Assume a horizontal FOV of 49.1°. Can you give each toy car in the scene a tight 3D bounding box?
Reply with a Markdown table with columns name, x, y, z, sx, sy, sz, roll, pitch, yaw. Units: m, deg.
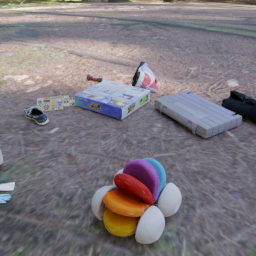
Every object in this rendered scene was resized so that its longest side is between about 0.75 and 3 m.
| name | x | y | z | sx | sy | sz | roll | pitch | yaw |
| --- | --- | --- | --- | --- | --- | --- | --- | --- | --- |
| toy car | 0.198 | 1.384 | 6.160 | 1.667 | 1.429 | 1.905 | 18 | 35 | 29 |

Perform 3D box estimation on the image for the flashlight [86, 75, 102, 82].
| name | x | y | z | sx | sy | sz | roll | pitch | yaw |
| --- | --- | --- | --- | --- | --- | --- | --- | --- | --- |
| flashlight | -1.680 | -2.473 | 13.966 | 0.805 | 0.274 | 0.273 | 15 | 34 | 26 |

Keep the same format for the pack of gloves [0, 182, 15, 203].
| name | x | y | z | sx | sy | sz | roll | pitch | yaw |
| --- | --- | --- | --- | --- | --- | --- | --- | --- | --- |
| pack of gloves | -3.363 | 1.614 | 7.018 | 0.894 | 0.176 | 0.751 | -6 | 30 | -10 |

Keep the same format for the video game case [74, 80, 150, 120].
| name | x | y | z | sx | sy | sz | roll | pitch | yaw |
| --- | --- | --- | --- | --- | --- | --- | --- | --- | --- |
| video game case | -0.615 | -1.236 | 11.549 | 2.348 | 0.534 | 2.128 | 18 | 33 | 29 |

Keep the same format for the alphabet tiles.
| name | x | y | z | sx | sy | sz | roll | pitch | yaw |
| --- | --- | --- | --- | --- | --- | --- | --- | --- | --- |
| alphabet tiles | -2.993 | -1.039 | 11.704 | 1.613 | 0.061 | 1.349 | -7 | 31 | -11 |

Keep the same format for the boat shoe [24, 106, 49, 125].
| name | x | y | z | sx | sy | sz | roll | pitch | yaw |
| --- | --- | --- | --- | --- | --- | --- | --- | --- | --- |
| boat shoe | -3.487 | -0.548 | 10.441 | 0.545 | 0.450 | 1.457 | -32 | 40 | -26 |

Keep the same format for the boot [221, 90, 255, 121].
| name | x | y | z | sx | sy | sz | roll | pitch | yaw |
| --- | --- | --- | --- | --- | --- | --- | --- | --- | --- |
| boot | 4.976 | -1.030 | 10.823 | 2.350 | 0.897 | 1.974 | -31 | 46 | -33 |

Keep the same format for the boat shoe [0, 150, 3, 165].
| name | x | y | z | sx | sy | sz | roll | pitch | yaw |
| --- | --- | --- | --- | --- | --- | --- | --- | --- | --- |
| boat shoe | -4.568 | 0.539 | 8.294 | 1.216 | 0.979 | 2.623 | -25 | 33 | -19 |

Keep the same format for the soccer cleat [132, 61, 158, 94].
| name | x | y | z | sx | sy | sz | roll | pitch | yaw |
| --- | --- | --- | --- | --- | --- | --- | --- | --- | --- |
| soccer cleat | 0.846 | -2.363 | 13.311 | 1.088 | 1.014 | 2.972 | 24 | 24 | -8 |

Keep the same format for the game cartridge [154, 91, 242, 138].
| name | x | y | z | sx | sy | sz | roll | pitch | yaw |
| --- | --- | --- | --- | --- | --- | --- | --- | --- | --- |
| game cartridge | 2.503 | -0.590 | 10.535 | 1.851 | 0.548 | 2.856 | -21 | 36 | -24 |
